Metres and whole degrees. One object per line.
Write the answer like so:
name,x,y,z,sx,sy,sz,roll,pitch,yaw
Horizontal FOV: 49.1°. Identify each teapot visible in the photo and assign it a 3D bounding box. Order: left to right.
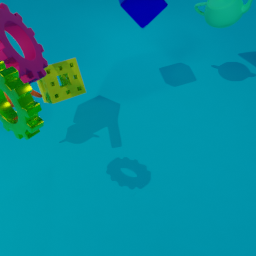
teapot,2.577,-3.218,7.426,1.662,0.814,1.034,9,64,31

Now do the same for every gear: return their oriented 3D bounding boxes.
gear,-1.712,-0.378,4.064,1.175,1.175,0.217,31,48,21
gear,-2.091,-1.548,5.192,0.277,1.496,1.496,-24,52,16

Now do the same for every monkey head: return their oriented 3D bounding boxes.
monkey head,-2.519,-0.871,6.075,1.212,0.872,0.730,-9,67,-5

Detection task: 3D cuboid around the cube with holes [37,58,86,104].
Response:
cube with holes,-1.777,-1.215,7.241,0.907,0.907,0.907,-23,18,-26

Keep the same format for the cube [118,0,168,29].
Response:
cube,0.342,-3.215,7.049,0.854,0.854,0.854,-39,36,22
